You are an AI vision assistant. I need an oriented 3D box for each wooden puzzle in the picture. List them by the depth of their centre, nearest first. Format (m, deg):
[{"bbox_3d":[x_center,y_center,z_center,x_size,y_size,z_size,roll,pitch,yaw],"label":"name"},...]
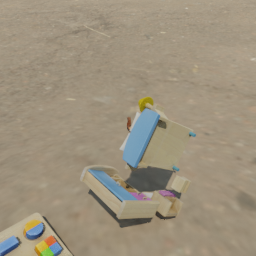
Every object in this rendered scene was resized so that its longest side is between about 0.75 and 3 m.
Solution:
[{"bbox_3d":[-1.536,1.838,4.269,1.077,0.249,0.998,36,39,28],"label":"wooden puzzle"}]

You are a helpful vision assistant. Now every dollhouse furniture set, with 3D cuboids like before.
[{"bbox_3d":[0.324,0.421,4.693,1.659,1.757,1.146,16,11,-44],"label":"dollhouse furniture set"}]

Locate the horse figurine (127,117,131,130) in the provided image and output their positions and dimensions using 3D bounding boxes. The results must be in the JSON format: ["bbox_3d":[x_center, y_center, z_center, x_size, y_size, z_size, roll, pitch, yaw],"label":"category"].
[{"bbox_3d":[0.361,-0.009,7.276,1.004,0.250,0.665,13,43,23],"label":"horse figurine"}]
